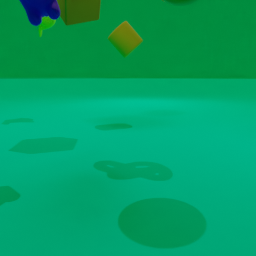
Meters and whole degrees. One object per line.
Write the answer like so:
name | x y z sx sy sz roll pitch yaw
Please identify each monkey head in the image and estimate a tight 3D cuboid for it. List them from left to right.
monkey head | -2.750 -3.585 9.033 0.783 1.300 0.935 36 23 -19

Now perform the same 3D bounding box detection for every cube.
cube | -1.173 -2.979 6.324 0.844 0.844 0.844 -20 61 -24

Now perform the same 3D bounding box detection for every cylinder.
cylinder | -0.074 -2.494 7.915 0.718 0.718 0.718 -41 9 8

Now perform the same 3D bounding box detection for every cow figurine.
cow figurine | -1.311 -2.041 3.710 0.608 1.108 1.090 -20 49 -2

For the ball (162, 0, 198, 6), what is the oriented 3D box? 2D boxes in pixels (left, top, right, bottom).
ball | 0.656 -1.922 3.403 0.811 0.811 0.811 0 11 0
